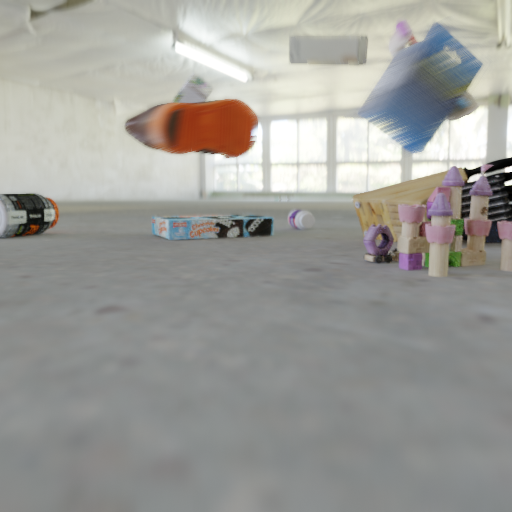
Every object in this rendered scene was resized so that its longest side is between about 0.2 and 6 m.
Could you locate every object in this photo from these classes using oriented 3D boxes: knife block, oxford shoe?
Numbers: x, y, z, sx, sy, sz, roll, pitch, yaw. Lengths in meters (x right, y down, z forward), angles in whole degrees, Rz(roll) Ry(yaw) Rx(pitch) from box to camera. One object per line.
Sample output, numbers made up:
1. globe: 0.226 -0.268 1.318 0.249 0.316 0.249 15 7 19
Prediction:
1. knife block: 4.173 -1.283 12.369 2.851 1.039 3.248 -27 18 -23
2. oxford shoe: -1.096 -2.509 10.799 1.159 1.134 3.179 13 13 33

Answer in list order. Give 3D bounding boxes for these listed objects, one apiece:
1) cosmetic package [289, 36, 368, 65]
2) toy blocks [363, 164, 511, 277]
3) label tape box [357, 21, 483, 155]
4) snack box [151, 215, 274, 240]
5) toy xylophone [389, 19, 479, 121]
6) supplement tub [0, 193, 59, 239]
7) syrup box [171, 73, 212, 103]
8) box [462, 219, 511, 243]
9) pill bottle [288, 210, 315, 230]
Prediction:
1. cosmetic package: 1.140 -3.257 8.858 1.137 0.404 0.598 11 25 24
2. toy blocks: 2.868 -0.620 8.686 1.765 1.590 1.889 -3 8 -22
3. label tape box: 1.802 -1.831 6.178 0.832 1.161 0.384 27 12 -26
4. snack box: -1.094 -0.740 13.902 2.687 0.498 1.561 -3 8 -25
5. toy xylophone: 2.986 -3.245 9.795 2.063 0.518 1.511 31 34 -31
6. supplement tub: -5.801 -1.010 13.796 1.061 1.061 1.732 4 9 26
7. syrup box: -1.700 -3.503 13.186 0.600 1.473 0.580 34 33 -16
8. box: 5.287 -0.669 12.660 1.075 0.666 1.057 -2 7 -7
9. pill bottle: 1.296 -1.013 15.830 0.548 0.548 0.983 -2 7 -15
